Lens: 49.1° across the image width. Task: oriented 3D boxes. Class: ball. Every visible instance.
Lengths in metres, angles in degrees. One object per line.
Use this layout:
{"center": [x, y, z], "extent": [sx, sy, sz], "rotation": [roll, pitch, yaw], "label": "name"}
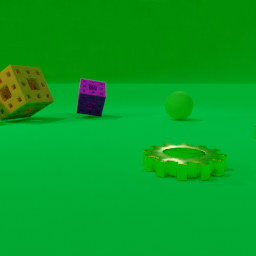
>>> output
{"center": [1.629, -0.716, 8.942], "extent": [0.905, 0.905, 0.905], "rotation": [0, 10, 0], "label": "ball"}

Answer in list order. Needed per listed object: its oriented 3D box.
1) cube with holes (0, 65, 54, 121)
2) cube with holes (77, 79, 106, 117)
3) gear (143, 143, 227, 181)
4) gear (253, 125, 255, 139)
{"center": [-3.354, -1.084, 8.768], "extent": [1.217, 1.217, 1.217], "rotation": [-27, -5, 25], "label": "cube with holes"}
{"center": [-1.250, -1.031, 9.521], "extent": [0.852, 0.852, 0.852], "rotation": [7, 41, -13], "label": "cube with holes"}
{"center": [0.820, 0.464, 4.136], "extent": [1.188, 0.220, 1.188], "rotation": [0, 10, 0], "label": "gear"}
{"center": [3.516, 0.127, 5.903], "extent": [1.553, 0.287, 1.553], "rotation": [0, 10, 0], "label": "gear"}
